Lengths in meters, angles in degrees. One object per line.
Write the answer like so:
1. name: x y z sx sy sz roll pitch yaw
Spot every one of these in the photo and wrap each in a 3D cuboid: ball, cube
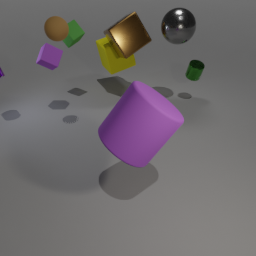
1. ball: -2.081 -2.885 8.154 0.700 0.700 0.700 0 30 0
2. cube: -3.032 -2.740 10.814 0.700 0.700 0.700 21 -11 -30
3. cube: -0.051 -4.056 12.357 1.400 1.400 1.400 -36 21 -2
4. cube: -0.607 -3.756 14.035 1.400 1.400 1.400 -24 39 -12
5. ball: 2.032 -4.096 11.294 1.400 1.400 1.400 0 30 0
6. cube: -2.358 -3.915 11.649 0.700 0.700 0.700 -46 12 -29

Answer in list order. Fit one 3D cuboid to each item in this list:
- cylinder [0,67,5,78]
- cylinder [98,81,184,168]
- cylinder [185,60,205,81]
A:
1. cylinder: -4.938 -2.064 10.082 0.700 0.700 0.700 -20 21 8
2. cylinder: 0.276 -0.086 6.258 1.400 1.400 1.400 34 20 -14
3. cylinder: 3.054 -2.631 12.792 0.700 0.700 0.700 5 51 -6
